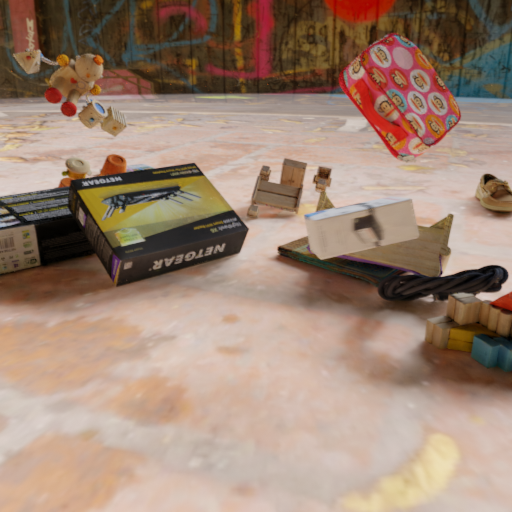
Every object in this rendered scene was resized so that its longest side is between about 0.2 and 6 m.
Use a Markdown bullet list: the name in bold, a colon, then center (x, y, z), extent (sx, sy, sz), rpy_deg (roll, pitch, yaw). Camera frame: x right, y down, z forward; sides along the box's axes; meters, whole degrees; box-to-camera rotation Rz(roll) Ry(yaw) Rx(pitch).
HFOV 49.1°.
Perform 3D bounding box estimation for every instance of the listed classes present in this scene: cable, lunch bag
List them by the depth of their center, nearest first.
- **cable**: center (2.698, 0.382, 8.168), extent (1.534, 0.478, 1.881), rpy_deg (3, -9, -21)
- **lunch bag**: center (3.016, -3.311, 11.889), extent (2.235, 2.538, 1.040), rpy_deg (-41, 4, -36)

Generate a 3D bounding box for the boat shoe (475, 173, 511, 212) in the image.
- **boat shoe**: center (6.092, -1.631, 14.272), extent (0.753, 0.676, 2.035), rpy_deg (0, 21, 0)

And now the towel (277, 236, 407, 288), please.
- **towel**: center (1.827, -0.032, 10.657), extent (1.764, 0.261, 2.405), rpy_deg (-19, 27, -41)

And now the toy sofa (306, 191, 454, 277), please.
- **toy sofa**: center (2.143, -0.231, 9.852), extent (2.430, 1.186, 1.006), rpy_deg (11, -17, 15)

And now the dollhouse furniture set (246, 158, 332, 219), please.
- **dollhouse furniture set**: center (0.840, -1.315, 14.057), extent (1.824, 1.044, 2.139), rpy_deg (12, 50, 5)

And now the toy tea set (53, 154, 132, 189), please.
- **toy tea set**: center (-4.399, -1.958, 15.323), extent (2.582, 0.956, 1.535), rpy_deg (-12, 53, -38)

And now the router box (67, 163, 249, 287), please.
- **router box**: center (-1.819, -0.699, 10.476), extent (2.692, 0.703, 2.117), rpy_deg (-16, 55, -36)

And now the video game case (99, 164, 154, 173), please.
- **video game case**: center (-3.953, -2.651, 17.716), extent (1.561, 0.185, 1.421), rpy_deg (-14, 25, -34)

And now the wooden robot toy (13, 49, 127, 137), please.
- **wooden robot toy**: center (-3.504, -3.515, 11.442), extent (1.189, 2.620, 1.154), rpy_deg (-31, 42, 22)

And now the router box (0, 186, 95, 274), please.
- **router box**: center (-4.279, -0.655, 11.357), extent (3.443, 0.879, 2.568), rpy_deg (-15, 25, -34)

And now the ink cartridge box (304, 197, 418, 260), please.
- **ink cartridge box**: center (1.354, -0.397, 7.401), extent (1.280, 0.536, 0.929), rpy_deg (-12, 8, -1)

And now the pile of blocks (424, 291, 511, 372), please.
- **pile of blocks**: center (3.612, 0.962, 7.085), extent (2.782, 0.864, 1.142), rpy_deg (5, 21, 16)
